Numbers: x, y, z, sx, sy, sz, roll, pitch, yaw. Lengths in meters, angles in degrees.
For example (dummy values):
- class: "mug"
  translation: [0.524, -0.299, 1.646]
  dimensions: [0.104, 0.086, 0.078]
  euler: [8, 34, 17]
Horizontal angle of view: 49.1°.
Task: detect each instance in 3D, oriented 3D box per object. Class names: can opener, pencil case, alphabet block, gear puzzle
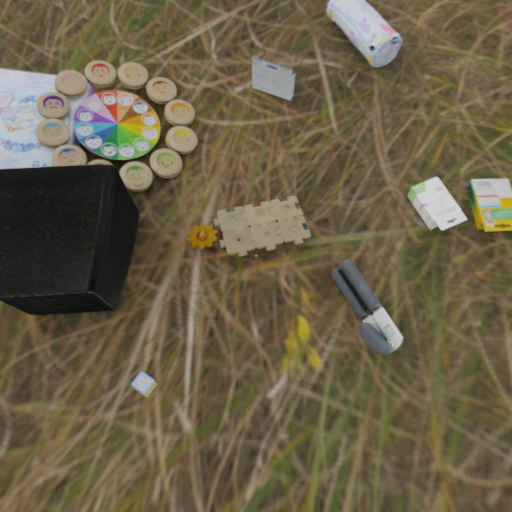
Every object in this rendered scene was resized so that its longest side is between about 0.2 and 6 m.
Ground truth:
- class: "can opener"
  translation: [1.840, 0.878, 9.638]
  dimensions: [0.483, 0.606, 1.811]
  euler: [-45, 63, 29]
- class: "pencil case"
  translation: [2.388, -5.107, 12.555]
  dimensions: [0.885, 0.811, 1.952]
  euler: [-18, 63, -27]
- class: "alphabet block"
  translation: [-1.847, 2.122, 9.234]
  dimensions: [0.282, 0.288, 0.281]
  euler: [32, 68, 15]
- class: "gear puzzle"
  translation: [-0.167, -0.439, 10.493]
  dimensions: [2.257, 0.296, 1.169]
  euler: [-12, 54, -8]

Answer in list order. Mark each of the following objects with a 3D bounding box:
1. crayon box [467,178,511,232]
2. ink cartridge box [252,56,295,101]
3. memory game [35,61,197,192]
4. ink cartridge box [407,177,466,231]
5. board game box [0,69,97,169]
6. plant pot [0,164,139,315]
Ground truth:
- class: "crayon box"
  translation: [4.562, -0.920, 10.751]
  dimensions: [0.732, 0.300, 1.164]
  euler: [-2, 63, -1]
- class: "ink cartridge box"
  translation: [0.363, -3.788, 11.839]
  dimensions: [0.911, 0.928, 0.201]
  euler: [23, 65, 10]
- class: "memory game"
  translation: [-2.760, -2.683, 11.266]
  dimensions: [3.237, 0.206, 3.237]
  euler: [6, 64, -12]
- class: "ink cartridge box"
  translation: [3.455, -0.925, 10.720]
  dimensions: [0.620, 0.356, 1.058]
  euler: [-22, 65, -10]
- class: "board game box"
  translation: [-4.948, -2.552, 11.395]
  dimensions: [2.753, 0.597, 2.740]
  euler: [8, 64, 4]
- class: "plant pot"
  translation: [-3.262, -0.130, 9.404]
  dimensions: [2.246, 2.252, 1.998]
  euler: [-3, 73, -2]
